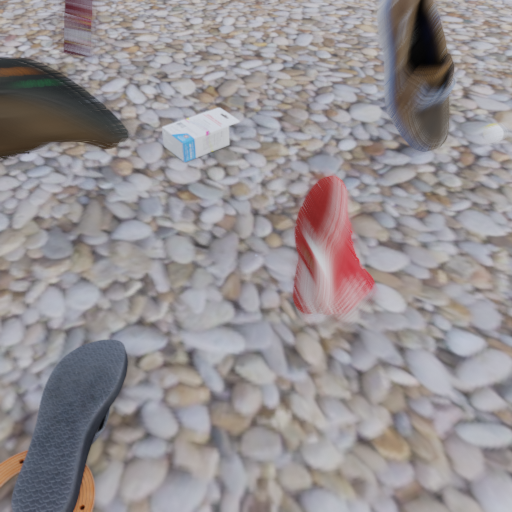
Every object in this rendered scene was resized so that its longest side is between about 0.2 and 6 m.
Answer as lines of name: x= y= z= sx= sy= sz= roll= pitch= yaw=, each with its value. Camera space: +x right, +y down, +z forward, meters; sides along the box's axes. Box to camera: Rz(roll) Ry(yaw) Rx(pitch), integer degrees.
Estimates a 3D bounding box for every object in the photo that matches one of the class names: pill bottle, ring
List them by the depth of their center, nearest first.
ring: x=-2.818 y=3.153 z=7.036 sx=1.574 sy=0.151 sz=1.574 roll=1 pitch=42 yaw=-1
pill bottle: x=4.525 y=-2.332 z=10.686 sx=0.334 sy=0.334 sz=0.601 roll=13 pitch=22 yaw=14

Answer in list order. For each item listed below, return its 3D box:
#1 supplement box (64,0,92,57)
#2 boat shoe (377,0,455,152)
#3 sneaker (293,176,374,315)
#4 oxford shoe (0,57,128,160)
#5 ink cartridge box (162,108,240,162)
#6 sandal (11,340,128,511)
supplement box: x=-2.763 y=-3.724 z=8.718 sx=0.351 sy=1.153 sz=0.627 roll=5 pitch=18 yaw=-11
boat shoe: x=2.732 y=-2.980 z=9.370 sx=1.034 sy=2.862 sz=1.036 roll=-26 pitch=28 yaw=-1
sneaker: x=1.095 y=-0.091 z=7.556 sx=1.054 sy=1.824 sz=0.715 roll=12 pitch=0 yaw=-39
oxford shoe: x=-3.407 y=-2.018 z=8.000 sx=3.461 sy=1.461 sz=1.258 roll=9 pitch=32 yaw=-50
ink cartridge box: x=-1.288 y=-2.909 z=13.368 sx=1.639 sy=0.556 sz=0.944 roll=-27 pitch=49 yaw=-27
sandal: x=-2.522 y=2.326 z=7.677 sx=1.023 sy=0.576 sz=2.691 roll=7 pitch=49 yaw=10
